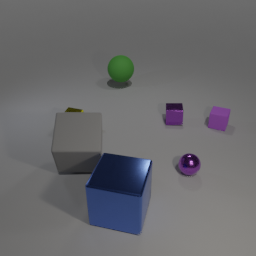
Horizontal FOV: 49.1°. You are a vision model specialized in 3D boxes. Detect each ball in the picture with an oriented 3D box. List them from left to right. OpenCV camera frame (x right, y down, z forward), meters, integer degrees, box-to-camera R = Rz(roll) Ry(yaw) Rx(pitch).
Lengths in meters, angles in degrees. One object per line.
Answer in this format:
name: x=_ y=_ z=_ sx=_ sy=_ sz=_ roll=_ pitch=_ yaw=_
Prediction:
ball: x=-0.378 y=-3.122 z=14.765 sx=1.400 sy=1.400 sz=1.400 roll=0 pitch=31 yaw=0
ball: x=1.961 y=1.156 z=8.925 sx=0.700 sy=0.700 sz=0.700 roll=0 pitch=31 yaw=0

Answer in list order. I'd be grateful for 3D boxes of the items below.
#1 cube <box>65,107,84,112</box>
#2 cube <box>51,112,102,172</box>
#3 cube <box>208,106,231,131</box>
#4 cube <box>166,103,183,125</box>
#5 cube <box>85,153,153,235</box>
cube: x=-2.199 y=-0.320 z=11.290 sx=0.700 sy=0.700 sz=0.700 roll=11 pitch=44 yaw=17
cube: x=-1.522 y=0.462 z=8.769 sx=1.400 sy=1.400 sz=1.400 roll=0 pitch=56 yaw=-4
cube: x=3.745 y=-0.394 z=11.505 sx=0.700 sy=0.700 sz=0.700 roll=14 pitch=36 yaw=23
cube: x=1.948 y=-0.588 z=11.805 sx=0.700 sy=0.700 sz=0.700 roll=0 pitch=32 yaw=7
cube: x=-0.182 y=1.687 z=7.393 sx=1.400 sy=1.400 sz=1.400 roll=7 pitch=32 yaw=12
